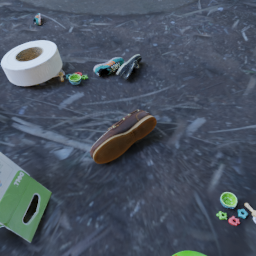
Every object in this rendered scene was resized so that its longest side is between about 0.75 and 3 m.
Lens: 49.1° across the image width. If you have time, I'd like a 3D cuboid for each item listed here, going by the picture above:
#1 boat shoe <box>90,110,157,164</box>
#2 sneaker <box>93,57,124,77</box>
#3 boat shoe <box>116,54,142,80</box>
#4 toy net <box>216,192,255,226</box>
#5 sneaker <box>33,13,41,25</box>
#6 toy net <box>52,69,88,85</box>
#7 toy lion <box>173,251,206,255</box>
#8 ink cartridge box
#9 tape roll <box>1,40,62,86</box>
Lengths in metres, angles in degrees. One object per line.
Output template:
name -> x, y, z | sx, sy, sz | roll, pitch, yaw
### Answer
boat shoe -> -0.212, 0.205, 8.182 | 2.215, 0.780, 0.779 | -32, 45, -22
sneaker -> -0.669, -2.330, 10.908 | 1.284, 0.458, 0.513 | -26, 53, -13
boat shoe -> 0.152, -2.364, 10.914 | 0.534, 0.567, 1.580 | 36, 48, 4
toy net -> 2.871, 2.066, 6.747 | 1.349, 0.261, 0.708 | 16, 48, 15
sneaker -> -4.540, -5.451, 13.977 | 0.364, 0.325, 0.912 | -5, 47, -11
toy net -> -2.332, -2.082, 10.740 | 1.549, 0.299, 0.813 | 23, 51, 21
toy lion -> 0.860, 3.282, 5.383 | 2.074, 0.743, 2.164 | 25, 50, 32
ink cartridge box -> -3.221, 1.346, 6.337 | 0.831, 2.803, 1.455 | -29, 28, 27
tape roll -> -3.622, -2.490, 10.624 | 2.124, 0.743, 2.124 | -6, 45, 6
